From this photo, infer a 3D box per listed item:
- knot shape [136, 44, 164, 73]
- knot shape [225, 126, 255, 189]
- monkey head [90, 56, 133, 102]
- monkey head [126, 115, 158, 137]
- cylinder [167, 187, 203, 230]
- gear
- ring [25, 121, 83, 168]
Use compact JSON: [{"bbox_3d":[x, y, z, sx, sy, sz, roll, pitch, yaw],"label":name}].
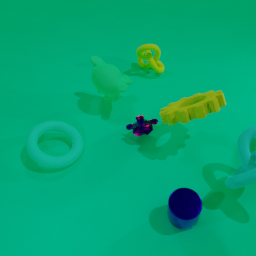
[{"bbox_3d":[0.787,-2.776,11.053,0.649,1.405,1.315,-47,36,-10],"label":"knot shape"},{"bbox_3d":[3.136,0.681,6.502,0.845,1.828,1.711,35,59,-25],"label":"knot shape"},{"bbox_3d":[-0.482,-1.625,9.222,1.362,1.141,1.894,-30,60,-21],"label":"monkey head"},{"bbox_3d":[0.404,-0.118,8.302,1.002,0.721,0.604,-12,25,5],"label":"monkey head"},{"bbox_3d":[1.284,1.851,6.410,0.744,0.744,0.744,-3,54,4],"label":"cylinder"},{"bbox_3d":[1.755,-0.573,7.707,1.743,0.322,1.743,-20,12,4],"label":"gear"},{"bbox_3d":[-2.081,0.437,7.998,1.604,0.321,1.604,11,47,-12],"label":"ring"}]
